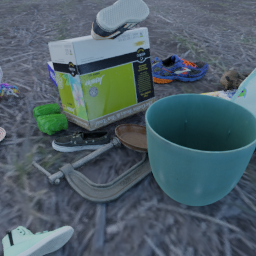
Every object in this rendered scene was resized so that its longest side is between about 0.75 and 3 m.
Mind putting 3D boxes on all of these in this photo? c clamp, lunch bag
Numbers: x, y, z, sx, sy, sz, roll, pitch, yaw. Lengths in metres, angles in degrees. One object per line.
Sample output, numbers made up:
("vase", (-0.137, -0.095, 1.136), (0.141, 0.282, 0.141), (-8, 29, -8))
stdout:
("c clamp", (-0.702, 0.869, 7.335), (2.834, 0.384, 2.421), (-24, 40, -33))
("lunch bag", (4.298, -0.593, 7.963), (2.487, 1.780, 2.919), (39, 59, 15))

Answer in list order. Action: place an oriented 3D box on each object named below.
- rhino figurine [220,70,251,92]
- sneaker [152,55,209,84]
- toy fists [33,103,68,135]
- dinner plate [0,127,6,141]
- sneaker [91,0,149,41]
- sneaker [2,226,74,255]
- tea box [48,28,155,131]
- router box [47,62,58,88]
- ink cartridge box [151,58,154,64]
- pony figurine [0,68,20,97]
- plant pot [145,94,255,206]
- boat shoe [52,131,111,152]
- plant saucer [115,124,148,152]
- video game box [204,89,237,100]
("rhino figurine", (4.113, -1.760, 10.736), (1.121, 0.767, 2.564), (12, 20, 17))
("sneaker", (2.250, -2.619, 12.135), (2.770, 1.086, 1.043), (-10, 35, -14))
("toy fists", (-2.554, -0.300, 9.030), (0.841, 0.568, 1.651), (-8, 31, -25))
("dinner plate", (-4.294, 0.307, 8.449), (1.157, 0.140, 1.157), (0, 32, 0))
("sneaker", (-0.236, -2.730, 7.028), (1.830, 0.718, 0.727), (-36, 2, -38))
("sneaker", (-1.748, 2.051, 5.368), (1.291, 0.475, 0.762), (-21, 44, -26))
("tea box", (-0.741, -1.657, 8.973), (2.659, 2.615, 1.776), (-22, 25, -32))
("router box", (-1.741, -2.228, 11.856), (2.622, 0.714, 2.922), (-15, 36, -22))
("ink cartridge box", (1.096, -3.416, 14.255), (0.397, 0.157, 0.799), (-16, 37, -24))
("pony figurine", (-5.116, -1.566, 10.645), (1.536, 1.279, 1.483), (-28, 74, -42))
("plant pot", (1.547, 0.579, 6.382), (2.372, 1.903, 2.372), (0, 33, 0))
("boat shoe", (-1.331, 0.323, 8.095), (1.707, 0.483, 0.586), (-2, 33, -3))
("plant saucer", (0.329, 0.311, 7.826), (1.458, 0.267, 1.458), (11, 24, -5))
("video game box", (3.594, -0.689, 9.673), (2.042, 0.478, 1.861), (-9, 38, -14))
